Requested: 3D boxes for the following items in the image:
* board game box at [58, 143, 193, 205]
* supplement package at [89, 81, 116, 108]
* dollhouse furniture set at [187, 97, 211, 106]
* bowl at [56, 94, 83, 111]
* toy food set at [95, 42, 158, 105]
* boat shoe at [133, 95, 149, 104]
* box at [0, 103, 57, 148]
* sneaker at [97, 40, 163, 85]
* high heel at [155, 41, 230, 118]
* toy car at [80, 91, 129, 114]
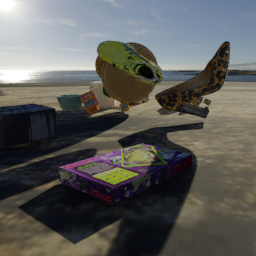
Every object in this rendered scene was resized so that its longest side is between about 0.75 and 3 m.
[{"bbox_3d":[0.043,0.697,4.988,1.297,0.349,2.161,16,19,40],"label":"board game box"},{"bbox_3d":[-1.248,-1.780,14.537,1.233,1.237,2.109,0,12,0],"label":"supplement package"},{"bbox_3d":[3.360,-1.094,13.736,1.068,0.594,0.945,29,59,2],"label":"dollhouse furniture set"},{"bbox_3d":[-2.659,-1.174,13.012,1.303,0.681,1.303,0,11,0],"label":"bowl"},{"bbox_3d":[0.059,-2.408,12.632,2.812,2.783,0.684,-24,25,-9],"label":"toy food set"},{"bbox_3d":[0.443,-1.841,15.809,0.931,0.843,2.613,5,13,23],"label":"boat shoe"},{"bbox_3d":[-2.857,-0.112,7.395,1.409,0.875,1.420,-10,15,-41],"label":"box"},{"bbox_3d":[0.109,-2.366,9.882,2.593,0.978,0.991,24,15,-2],"label":"sneaker"},{"bbox_3d":[2.202,-1.757,9.640,2.024,2.839,1.014,14,26,-5],"label":"high heel"},{"bbox_3d":[-0.920,-1.065,11.949,2.115,1.037,0.704,-8,40,-11],"label":"toy car"}]
